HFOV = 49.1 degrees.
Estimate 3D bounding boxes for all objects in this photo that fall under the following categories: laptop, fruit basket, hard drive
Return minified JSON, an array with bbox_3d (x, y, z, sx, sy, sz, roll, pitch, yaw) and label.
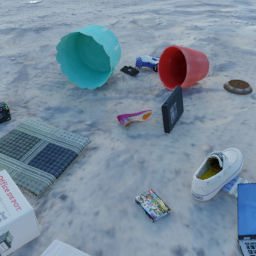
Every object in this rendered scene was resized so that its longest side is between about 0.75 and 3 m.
[{"bbox_3d":[3.684,2.450,6.343,2.001,1.239,2.138,-1,36,-1],"label":"laptop"},{"bbox_3d":[-1.264,3.456,5.388,2.380,1.116,2.205,4,33,33],"label":"fruit basket"},{"bbox_3d":[1.739,-0.730,10.715,0.274,1.163,1.667,7,35,29],"label":"hard drive"}]

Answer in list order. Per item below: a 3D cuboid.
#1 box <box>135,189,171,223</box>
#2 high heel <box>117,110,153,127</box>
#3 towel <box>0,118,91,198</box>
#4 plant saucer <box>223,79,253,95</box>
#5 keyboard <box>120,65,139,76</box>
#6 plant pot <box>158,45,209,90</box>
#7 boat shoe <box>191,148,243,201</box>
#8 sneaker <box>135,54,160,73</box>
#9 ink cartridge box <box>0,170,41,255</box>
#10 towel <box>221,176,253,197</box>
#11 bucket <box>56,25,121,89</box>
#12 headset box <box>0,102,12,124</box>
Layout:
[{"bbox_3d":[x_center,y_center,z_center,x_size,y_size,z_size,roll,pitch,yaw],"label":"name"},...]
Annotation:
[{"bbox_3d":[0.671,2.120,7.695,0.590,0.163,0.864,-21,41,-26],"label":"box"},{"bbox_3d":[0.269,-0.513,11.053,1.392,0.469,0.668,-28,51,-16],"label":"high heel"},{"bbox_3d":[-3.132,0.844,9.302,2.870,0.496,2.763,18,43,20],"label":"towel"},{"bbox_3d":[5.210,-1.983,13.223,1.335,0.244,1.335,-1,36,0],"label":"plant saucer"},{"bbox_3d":[0.158,-2.976,14.663,0.604,0.230,1.161,-42,48,-20],"label":"keyboard"},{"bbox_3d":[2.698,-2.852,13.124,1.778,2.010,2.010,-12,37,-33],"label":"plant pot"},{"bbox_3d":[2.704,1.123,8.382,2.447,0.854,0.868,-31,36,-33],"label":"boat shoe"},{"bbox_3d":[1.229,-3.392,14.770,1.669,0.674,0.964,0,34,-2],"label":"sneaker"},{"bbox_3d":[-3.665,2.332,6.643,2.505,1.053,1.828,-27,44,-32],"label":"ink cartridge box"},{"bbox_3d":[3.399,1.817,8.145,1.093,0.130,0.803,25,45,32],"label":"towel"},{"bbox_3d":[-1.734,-3.382,13.130,2.806,2.806,1.826,12,36,16],"label":"bucket"},{"bbox_3d":[-5.002,-0.553,10.891,0.795,0.692,0.369,-27,43,-34],"label":"headset box"}]
